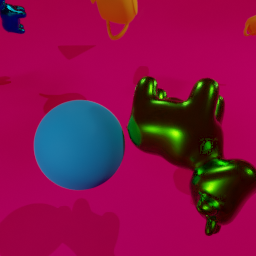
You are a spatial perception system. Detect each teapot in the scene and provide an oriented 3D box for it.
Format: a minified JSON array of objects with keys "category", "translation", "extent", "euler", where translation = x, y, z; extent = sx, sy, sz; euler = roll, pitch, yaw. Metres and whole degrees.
[{"category":"teapot","translation":[-0.333,-2.894,5.935],"extent":[0.968,1.977,1.229],"euler":[-5,11,9]},{"category":"teapot","translation":[3.499,-2.675,7.270],"extent":[1.190,0.582,0.740],"euler":[-24,13,-10]}]

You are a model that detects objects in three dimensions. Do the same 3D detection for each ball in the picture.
[{"category":"ball","translation":[-0.622,0.221,3.695],"extent":[1.174,1.174,1.174],"euler":[0,44,0]}]

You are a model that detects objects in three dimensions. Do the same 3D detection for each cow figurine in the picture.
[{"category":"cow figurine","translation":[-3.213,-2.992,7.306],"extent":[1.039,1.056,0.580],"euler":[-3,44,-29]},{"category":"cow figurine","translation":[0.678,0.272,3.310],"extent":[1.700,0.933,1.673],"euler":[8,78,28]}]
